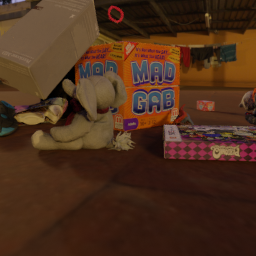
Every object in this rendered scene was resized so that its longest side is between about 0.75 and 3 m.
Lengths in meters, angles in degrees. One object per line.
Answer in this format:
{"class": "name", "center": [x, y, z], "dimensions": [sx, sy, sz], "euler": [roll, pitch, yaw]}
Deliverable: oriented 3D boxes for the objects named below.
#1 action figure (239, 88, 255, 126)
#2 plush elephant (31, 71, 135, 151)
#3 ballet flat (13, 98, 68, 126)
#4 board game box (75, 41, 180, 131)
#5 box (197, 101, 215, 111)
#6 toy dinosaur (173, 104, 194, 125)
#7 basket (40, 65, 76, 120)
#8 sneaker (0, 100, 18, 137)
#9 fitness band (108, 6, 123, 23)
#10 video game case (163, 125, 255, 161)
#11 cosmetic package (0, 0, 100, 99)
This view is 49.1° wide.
{"class": "action figure", "center": [4.394, -0.483, 7.608], "dimensions": [2.570, 1.389, 2.656], "euler": [21, 12, 34]}
{"class": "plush elephant", "center": [-0.919, -0.434, 6.377], "dimensions": [2.247, 1.740, 1.850], "euler": [4, 10, 23]}
{"class": "ballet flat", "center": [-3.061, -0.471, 9.850], "dimensions": [2.585, 0.894, 0.920], "euler": [-16, 36, -43]}
{"class": "board game box", "center": [-0.032, -1.477, 9.896], "dimensions": [2.637, 2.638, 2.639], "euler": [-10, 14, -41]}
{"class": "box", "center": [4.037, -1.158, 14.601], "dimensions": [0.505, 0.484, 1.013], "euler": [-2, 10, -13]}
{"class": "toy dinosaur", "center": [1.496, -0.295, 8.108], "dimensions": [0.704, 1.341, 1.217], "euler": [-14, -24, 7]}
{"class": "basket", "center": [-2.901, -1.528, 12.267], "dimensions": [1.915, 2.539, 2.816], "euler": [24, -9, -19]}
{"class": "sneaker", "center": [-3.697, -0.120, 8.189], "dimensions": [0.683, 0.764, 1.866], "euler": [35, 10, -29]}
{"class": "fitness band", "center": [-0.546, -4.963, 12.255], "dimensions": [0.822, 0.591, 0.154], "euler": [13, 11, -45]}
{"class": "video game case", "center": [1.946, 0.272, 6.193], "dimensions": [2.333, 0.418, 2.115], "euler": [1, 9, 7]}
{"class": "cosmetic package", "center": [-2.057, -2.190, 7.203], "dimensions": [1.460, 1.233, 2.734], "euler": [19, 57, 18]}
